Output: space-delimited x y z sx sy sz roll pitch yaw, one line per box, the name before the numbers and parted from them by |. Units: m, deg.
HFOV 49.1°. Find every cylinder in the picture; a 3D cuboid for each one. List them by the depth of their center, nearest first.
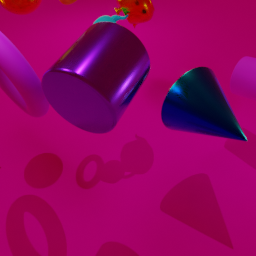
cylinder | -0.462 -0.774 4.383 1.262 1.262 1.262 20 56 18
cylinder | 3.604 -1.315 7.746 1.110 1.110 1.110 -35 44 -29

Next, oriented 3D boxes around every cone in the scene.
cone | 1.887 -0.203 6.034 1.680 1.680 1.686 -25 46 -22

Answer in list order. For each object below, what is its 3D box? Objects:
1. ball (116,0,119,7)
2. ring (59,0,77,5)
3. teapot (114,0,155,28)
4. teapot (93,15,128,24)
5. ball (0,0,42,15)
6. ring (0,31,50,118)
ball | -0.077 -4.672 10.222 0.725 0.725 0.725 0 47 0
ring | -1.180 -3.245 6.282 0.212 1.058 1.058 41 54 -1
teapot | 0.110 -3.051 6.904 0.894 1.825 1.135 -25 72 13
teapot | -0.471 -2.249 6.582 0.584 0.741 1.192 37 91 22
ball | -2.485 -3.141 6.354 1.074 1.074 1.074 0 47 0
ring | -2.286 -1.065 5.383 2.089 2.089 0.418 35 66 29
